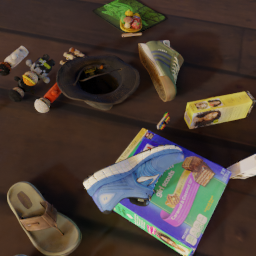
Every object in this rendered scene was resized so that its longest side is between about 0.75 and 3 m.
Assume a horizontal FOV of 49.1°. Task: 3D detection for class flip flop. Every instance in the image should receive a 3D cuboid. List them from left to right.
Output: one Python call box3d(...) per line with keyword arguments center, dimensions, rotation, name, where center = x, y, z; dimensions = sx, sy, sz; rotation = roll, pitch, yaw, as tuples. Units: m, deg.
box3d(center=(-2.120, 2.085, 6.725), dimensions=(0.981, 0.696, 2.419), rotation=(-38, 61, -26), name="flip flop")

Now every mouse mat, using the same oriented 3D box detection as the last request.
box3d(center=(0.038, -5.250, 12.956), dimensions=(2.318, 0.108, 2.880), rotation=(-35, 59, -24), name="mouse mat")

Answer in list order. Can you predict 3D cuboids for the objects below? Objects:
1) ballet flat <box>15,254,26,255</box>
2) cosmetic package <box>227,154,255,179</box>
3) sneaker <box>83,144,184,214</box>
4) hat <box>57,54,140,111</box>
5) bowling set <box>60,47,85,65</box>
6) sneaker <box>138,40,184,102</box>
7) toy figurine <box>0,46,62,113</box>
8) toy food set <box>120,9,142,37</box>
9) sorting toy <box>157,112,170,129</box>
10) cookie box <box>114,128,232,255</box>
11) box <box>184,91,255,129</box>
box3d(center=(-2.288, 3.691, 5.420), dimensions=(0.790, 0.746, 2.343), rotation=(-3, 52, -2), name="ballet flat")
box3d(center=(3.076, 0.981, 7.004), dimensions=(0.525, 1.272, 0.322), rotation=(2, 66, -15), name="cosmetic package")
box3d(center=(0.283, 1.125, 6.230), dimensions=(2.459, 0.966, 1.096), rotation=(-21, 84, -26), name="sneaker")
box3d(center=(-0.969, -1.300, 9.186), dimensions=(2.783, 1.123, 2.783), rotation=(1, 44, -1), name="hat")
box3d(center=(-2.152, -2.844, 10.680), dimensions=(0.541, 0.701, 1.007), rotation=(27, 52, 21), name="bowling set")
box3d(center=(1.400, -2.233, 9.940), dimensions=(1.341, 1.001, 2.986), rotation=(-16, 50, -6), name="sneaker")
box3d(center=(-3.113, -1.517, 8.918), dimensions=(1.810, 1.782, 1.259), rotation=(24, 62, 19), name="toy figurine")
box3d(center=(0.142, -4.640, 12.097), dimensions=(0.960, 0.533, 1.633), rotation=(-2, 51, -2), name="toy food set")
box3d(center=(0.979, -0.140, 7.627), dimensions=(0.148, 0.873, 0.421), rotation=(37, 85, 12), name="sorting toy")
box3d(center=(0.887, 1.489, 7.014), dimensions=(2.577, 0.968, 2.204), rotation=(26, 57, 20), name="cookie box")
box3d(center=(2.861, -0.566, 8.806), dimensions=(2.063, 0.777, 0.517), rotation=(-13, 51, -8), name="box")
